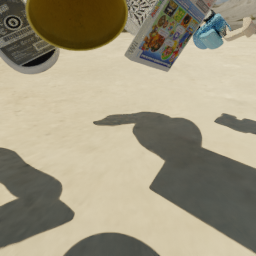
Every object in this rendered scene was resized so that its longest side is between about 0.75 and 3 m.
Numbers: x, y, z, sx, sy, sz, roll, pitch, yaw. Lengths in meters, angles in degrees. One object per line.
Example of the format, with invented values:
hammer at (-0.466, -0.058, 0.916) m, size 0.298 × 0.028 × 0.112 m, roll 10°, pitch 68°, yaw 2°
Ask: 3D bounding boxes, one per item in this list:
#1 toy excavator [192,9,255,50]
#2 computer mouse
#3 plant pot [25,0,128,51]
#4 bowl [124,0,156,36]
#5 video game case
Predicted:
toy excavator at (2.643, -2.691, 7.955) m, size 0.818 × 1.593 × 1.638 m, roll 32°, pitch 36°, yaw -33°
computer mouse at (-2.382, -2.109, 5.100) m, size 1.624 × 2.962 × 0.650 m, roll -34°, pitch -3°, yaw -23°
plant pot at (-0.776, -2.044, 4.233) m, size 1.443 × 1.443 × 1.024 m, roll -4°, pitch 65°, yaw -10°
bowl at (0.178, -3.364, 8.101) m, size 2.137 × 1.003 × 2.137 m, roll 42°, pitch 10°, yaw -9°
video game case at (1.132, -2.420, 5.805) m, size 0.236 × 2.615 × 1.873 m, roll 43°, pitch 23°, yaw 22°
